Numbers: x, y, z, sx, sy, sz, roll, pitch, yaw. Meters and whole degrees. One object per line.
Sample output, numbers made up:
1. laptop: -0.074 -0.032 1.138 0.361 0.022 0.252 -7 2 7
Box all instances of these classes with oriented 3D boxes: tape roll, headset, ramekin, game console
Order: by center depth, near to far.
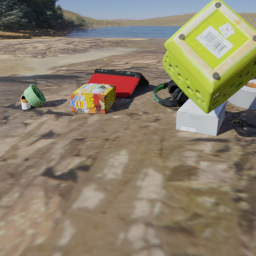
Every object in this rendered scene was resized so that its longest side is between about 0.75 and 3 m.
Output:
1. ramekin: -4.290 -1.453 12.874 0.497 1.018 1.018 -34 23 7
2. headset: 2.435 -1.586 13.450 2.450 1.151 1.513 -11 43 -4
3. tape roll: 6.235 -1.641 13.490 2.621 0.866 2.621 1 23 0
4. game console: -0.601 -2.322 15.885 2.929 1.738 2.524 11 -6 23

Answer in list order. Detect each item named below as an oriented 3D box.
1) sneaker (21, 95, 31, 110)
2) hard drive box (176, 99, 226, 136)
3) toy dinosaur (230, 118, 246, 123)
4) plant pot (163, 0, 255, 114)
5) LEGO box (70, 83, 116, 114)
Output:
1. sneaker: -4.754 -1.338 13.145 0.505 0.587 1.387 -9 23 -17
2. hard drive box: 2.883 -0.508 10.923 1.518 0.748 1.948 11 25 24
3. toy dinosaur: 4.508 -0.299 11.185 0.839 0.199 0.370 -5 16 -19
4. plant pot: 2.296 -1.964 7.612 2.159 2.148 1.959 51 4 15
5. LEGO box: -1.545 -1.406 12.978 1.573 0.815 2.112 4 23 10
